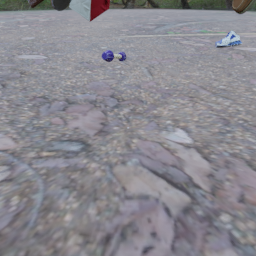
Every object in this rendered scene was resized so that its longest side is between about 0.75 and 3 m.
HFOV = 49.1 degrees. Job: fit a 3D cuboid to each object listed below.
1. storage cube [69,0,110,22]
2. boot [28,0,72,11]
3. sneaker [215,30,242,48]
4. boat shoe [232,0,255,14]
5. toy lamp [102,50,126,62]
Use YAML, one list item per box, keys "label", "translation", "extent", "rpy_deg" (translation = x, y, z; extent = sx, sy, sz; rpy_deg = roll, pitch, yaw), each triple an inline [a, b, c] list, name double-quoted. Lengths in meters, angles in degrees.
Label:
- label: "storage cube"
  translation: [-1.383, -4.793, 10.215]
  extent: [1.233, 1.054, 1.108]
  rpy_deg: [38, 62, 11]
- label: "boot"
  translation: [-1.385, -2.190, 4.673]
  extent: [1.061, 0.341, 0.989]
  rpy_deg: [-8, 62, 35]
- label: "sneaker"
  translation: [3.171, -2.820, 8.882]
  extent: [0.817, 0.472, 0.330]
  rpy_deg: [-6, 0, 2]
- label: "boat shoe"
  translation: [2.916, -3.699, 6.687]
  extent: [0.609, 1.793, 0.645]
  rpy_deg: [5, 31, -28]
- label: "toy lamp"
  translation: [-0.280, -1.434, 5.597]
  extent: [0.232, 0.232, 0.797]
  rpy_deg: [12, 18, 22]
